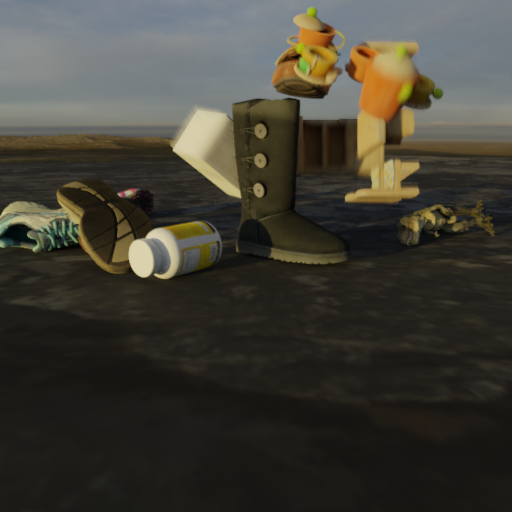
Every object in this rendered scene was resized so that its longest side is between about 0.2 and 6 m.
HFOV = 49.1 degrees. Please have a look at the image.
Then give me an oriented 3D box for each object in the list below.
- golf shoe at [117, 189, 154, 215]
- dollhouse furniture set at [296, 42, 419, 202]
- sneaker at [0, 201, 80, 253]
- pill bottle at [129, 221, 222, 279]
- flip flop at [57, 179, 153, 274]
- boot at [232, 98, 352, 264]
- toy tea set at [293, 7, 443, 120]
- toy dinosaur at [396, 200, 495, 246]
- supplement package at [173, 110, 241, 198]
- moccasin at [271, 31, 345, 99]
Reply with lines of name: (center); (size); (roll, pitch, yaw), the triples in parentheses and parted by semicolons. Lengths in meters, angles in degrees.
golf shoe: (-3.153, -1.237, 13.275); (0.850, 0.670, 1.847); (6, 14, 25)
dollhouse furniture set: (1.528, -1.972, 9.142); (1.567, 2.212, 2.408); (0, 0, -2)
sneaker: (-3.436, -0.391, 9.742); (2.253, 0.874, 0.973); (-2, 30, 4)
pill bottle: (-1.158, -0.075, 8.059); (0.720, 0.720, 1.286); (10, 16, 38)
flip flop: (-2.529, -0.452, 9.205); (1.134, 0.805, 2.797); (-15, 35, -32)
boot: (0.562, -1.219, 8.890); (2.085, 2.530, 0.830); (7, 11, 29)
toy tea set: (1.299, -2.556, 7.071); (2.219, 0.821, 1.319); (34, 44, 19)
toy dinosaur: (3.874, -0.718, 11.055); (1.385, 0.746, 3.144); (1, 8, 36)
supplement package: (-0.514, -1.732, 9.817); (1.512, 0.887, 0.884); (36, -7, -42)
moccasin: (0.885, -3.072, 8.890); (0.972, 1.025, 2.657); (14, 25, 14)
